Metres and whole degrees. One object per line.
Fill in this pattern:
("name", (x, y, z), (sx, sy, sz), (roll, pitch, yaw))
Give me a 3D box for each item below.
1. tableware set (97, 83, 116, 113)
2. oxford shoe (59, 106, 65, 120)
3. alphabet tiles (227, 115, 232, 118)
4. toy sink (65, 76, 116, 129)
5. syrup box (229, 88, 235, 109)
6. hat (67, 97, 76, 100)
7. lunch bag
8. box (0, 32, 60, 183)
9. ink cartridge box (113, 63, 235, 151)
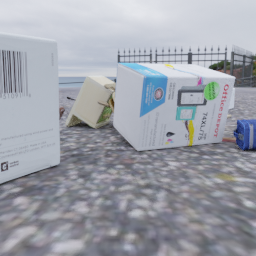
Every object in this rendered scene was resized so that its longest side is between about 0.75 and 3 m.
("tableware set", (0.058, -0.617, 8.996), (0.551, 1.817, 2.749), (-39, -3, 20))
("oxford shoe", (-2.109, -0.205, 7.473), (0.545, 0.533, 1.495), (-38, 13, -36))
("alphabet tiles", (2.552, -0.422, 10.837), (2.152, 0.097, 2.575), (7, 12, 35))
("toy sink", (-1.035, -0.661, 9.008), (1.011, 1.804, 1.176), (33, 18, 10))
("syrup box", (4.222, -1.389, 13.459), (1.036, 1.071, 2.630), (7, 11, 36))
("hat", (-1.884, -0.958, 12.214), (1.696, 0.684, 1.696), (5, 4, 0))
("lunch bag", (2.725, 0.127, 6.300), (0.604, 0.621, 0.913), (1, 10, 8))
("box", (-2.352, -0.320, 4.284), (1.450, 2.219, 2.207), (9, 14, 33))
("ink cartridge box", (1.005, -0.600, 6.715), (2.252, 1.652, 1.644), (-4, 22, -22))
